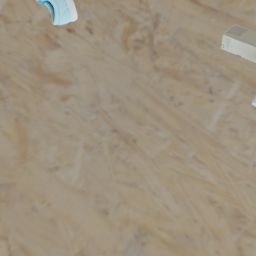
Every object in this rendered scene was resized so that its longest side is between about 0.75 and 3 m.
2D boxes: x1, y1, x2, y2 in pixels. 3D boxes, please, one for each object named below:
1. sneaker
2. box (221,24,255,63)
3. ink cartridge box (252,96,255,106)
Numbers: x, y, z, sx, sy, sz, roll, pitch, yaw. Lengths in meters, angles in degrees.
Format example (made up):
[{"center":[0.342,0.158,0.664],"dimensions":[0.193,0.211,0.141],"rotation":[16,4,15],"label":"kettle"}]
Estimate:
[{"center":[-1.703,-3.007,5.953],"dimensions":[0.670,0.605,1.636],"rotation":[-33,107,-23],"label":"sneaker"},{"center":[2.331,-1.543,5.254],"dimensions":[0.435,0.362,1.060],"rotation":[-42,59,-19],"label":"box"},{"center":[3.279,-0.837,4.691],"dimensions":[1.518,0.533,1.868],"rotation":[33,105,15],"label":"ink cartridge box"}]
